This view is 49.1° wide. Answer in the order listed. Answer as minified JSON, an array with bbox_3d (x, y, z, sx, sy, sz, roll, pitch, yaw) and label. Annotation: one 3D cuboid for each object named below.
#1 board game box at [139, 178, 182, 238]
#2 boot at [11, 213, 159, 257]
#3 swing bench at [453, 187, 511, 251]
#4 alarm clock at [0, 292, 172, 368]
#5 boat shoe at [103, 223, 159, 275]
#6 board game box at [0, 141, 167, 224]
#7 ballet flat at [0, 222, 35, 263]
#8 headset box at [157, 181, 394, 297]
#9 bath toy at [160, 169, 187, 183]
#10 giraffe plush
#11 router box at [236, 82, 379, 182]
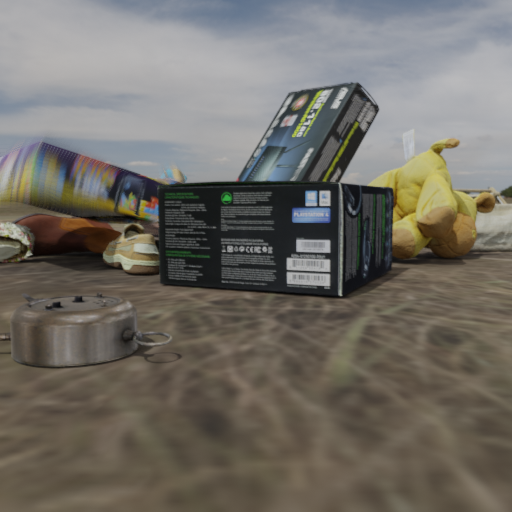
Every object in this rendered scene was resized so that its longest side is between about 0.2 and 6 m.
[{"bbox_3d":[-1.639,-0.903,11.708,0.704,1.159,1.454,5,-4,34],"label":"board game box"},{"bbox_3d":[-3.481,-0.180,11.278,2.550,0.873,2.401,17,12,37],"label":"boot"},{"bbox_3d":[5.059,-0.860,12.949,1.709,1.115,1.719,-1,22,-10],"label":"swing bench"},{"bbox_3d":[-1.211,0.531,4.112,1.325,0.441,0.894,5,7,21],"label":"alarm clock"},{"bbox_3d":[-2.031,-0.168,9.301,0.721,0.766,2.011,0,5,-32],"label":"boat shoe"},{"bbox_3d":[-3.181,-1.189,9.926,2.253,0.773,2.726,17,-8,-37],"label":"board game box"},{"bbox_3d":[-5.059,-0.184,9.812,2.341,0.885,0.748,-8,32,-34],"label":"ballet flat"},{"bbox_3d":[0.469,-0.356,8.174,2.585,1.377,2.969,3,6,26],"label":"headset box"},{"bbox_3d":[-2.265,-1.408,14.570,0.676,1.830,0.796,27,-38,-27],"label":"bath toy"},{"bbox_3d":[3.471,-0.818,11.045,2.187,2.697,2.328,34,-24,-32],"label":"giraffe plush"},{"bbox_3d":[0.949,-2.146,11.758,0.909,2.925,2.192,37,-14,-34],"label":"router box"}]
